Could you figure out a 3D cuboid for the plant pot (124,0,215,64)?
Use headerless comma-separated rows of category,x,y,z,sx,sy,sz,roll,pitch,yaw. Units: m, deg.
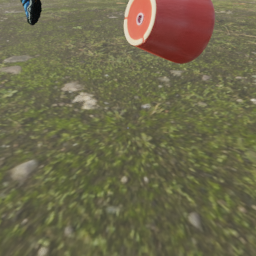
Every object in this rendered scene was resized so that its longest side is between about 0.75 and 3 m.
plant pot,0.791,-2.248,6.033,1.415,1.599,1.599,-2,29,-33

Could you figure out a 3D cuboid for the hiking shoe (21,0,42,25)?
hiking shoe,-3.193,-4.127,8.972,0.669,1.543,0.574,18,32,14
